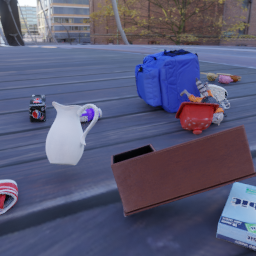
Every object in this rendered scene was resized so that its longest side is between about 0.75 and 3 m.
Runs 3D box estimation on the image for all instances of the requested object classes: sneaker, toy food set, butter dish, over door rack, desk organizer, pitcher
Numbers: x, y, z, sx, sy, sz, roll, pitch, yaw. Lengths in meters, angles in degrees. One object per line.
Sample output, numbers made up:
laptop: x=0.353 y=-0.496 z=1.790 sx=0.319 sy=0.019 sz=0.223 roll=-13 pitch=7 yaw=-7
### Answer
sneaker: x=3.424 y=-1.681 z=12.359 sx=1.847 sy=0.744 sz=1.352 roll=2 pitch=24 yaw=21
toy food set: x=5.496 y=-2.847 z=16.132 sx=2.687 sy=0.423 sz=1.708 roll=-4 pitch=19 yaw=-32
sneaker: x=-2.553 y=1.244 z=4.906 sx=1.208 sy=0.430 sz=0.680 roll=-8 pitch=18 yaw=-27
butter dish: x=2.070 y=-0.218 z=8.434 sx=1.140 sy=0.845 sz=1.143 roll=4 pitch=-22 yaw=-1
over door rack: x=3.402 y=-1.075 z=11.241 sx=1.221 sy=0.407 sz=0.902 roll=4 pitch=20 yaw=10
desk organizer: x=0.888 y=0.638 z=4.828 sx=2.281 sy=0.878 sz=0.818 roll=-17 pitch=7 yaw=-1
pitcher: x=-1.184 y=0.122 z=6.011 sx=1.134 sy=1.322 sz=0.801 roll=-1 pitch=-12 yaw=24

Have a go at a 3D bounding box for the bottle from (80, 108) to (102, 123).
bottle: x=-1.503 y=-0.420 z=9.439 sx=1.253 sy=0.409 sz=0.523 roll=-12 pitch=23 yaw=-30

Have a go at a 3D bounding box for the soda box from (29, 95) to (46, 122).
soda box: x=-3.218 y=-0.733 z=10.020 sx=0.530 sy=0.592 sz=1.674 roll=-3 pitch=20 yaw=-15

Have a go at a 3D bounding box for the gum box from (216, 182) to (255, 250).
gum box: x=2.188 y=1.440 z=4.535 sx=1.175 sy=0.308 sz=1.383 roll=11 pitch=23 yaw=27

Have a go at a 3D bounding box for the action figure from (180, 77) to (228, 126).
action figure: x=2.490 y=-0.779 z=9.411 sx=1.823 sy=0.953 sz=1.763 roll=-14 pitch=52 yaw=-22

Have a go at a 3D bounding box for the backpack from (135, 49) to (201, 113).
backpack: x=1.425 y=-2.015 z=11.164 sx=2.306 sy=2.233 sz=2.749 roll=-6 pitch=22 yaw=-9
